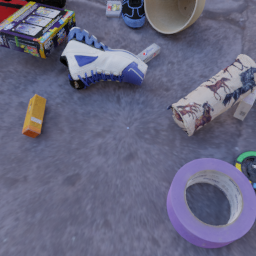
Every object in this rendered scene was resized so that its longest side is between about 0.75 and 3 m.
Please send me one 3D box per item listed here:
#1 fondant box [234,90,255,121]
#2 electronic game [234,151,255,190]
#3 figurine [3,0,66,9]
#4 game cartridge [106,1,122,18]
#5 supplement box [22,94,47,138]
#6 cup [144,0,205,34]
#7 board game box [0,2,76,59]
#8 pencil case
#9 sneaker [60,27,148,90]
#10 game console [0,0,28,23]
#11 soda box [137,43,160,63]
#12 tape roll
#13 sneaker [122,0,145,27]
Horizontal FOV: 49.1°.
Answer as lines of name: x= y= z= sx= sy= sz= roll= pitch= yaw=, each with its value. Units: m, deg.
fondant box: x=3.527 y=-0.871 z=8.189 sx=0.318 sy=0.787 sz=1.090 roll=27 pitch=62 yaw=15
electronic game: x=3.329 y=1.095 z=7.311 sx=1.110 sy=0.231 sz=1.110 roll=0 pitch=58 yaw=0
figurine: x=-4.138 y=-5.378 z=9.994 sx=2.906 sy=1.251 sz=2.835 roll=42 pitch=38 yaw=22
game cartridge: x=-0.533 y=-4.614 z=10.852 sx=0.593 sy=0.182 sz=0.890 roll=4 pitch=59 yaw=-2
supplement box: x=-2.669 y=-0.352 z=8.023 sx=0.416 sy=0.402 sz=1.208 roll=24 pitch=52 yaw=-37
cup: x=1.864 y=-4.469 z=9.845 sx=1.520 sy=2.125 sz=2.125 roll=-24 pitch=58 yaw=-43
board game box: x=-2.942 y=-3.231 z=9.078 sx=1.746 sy=0.599 sz=2.113 roll=17 pitch=50 yaw=11
pencil case: x=2.357 y=-0.900 z=7.591 sx=2.585 sy=1.006 sz=1.156 roll=-36 pitch=23 yaw=0
sneaker: x=-0.935 y=-1.754 z=8.661 sx=2.827 sy=1.142 sz=1.633 roll=28 pitch=78 yaw=7
game console: x=-4.737 y=-4.117 z=10.509 sx=2.383 sy=1.414 sz=2.053 roll=12 pitch=91 yaw=8
soda box: x=0.677 y=-2.482 z=9.453 sx=0.891 sy=0.283 sz=0.304 roll=-40 pitch=70 yaw=-20
tape roll: x=1.908 y=1.740 z=6.577 sx=1.924 sy=0.818 sz=1.924 roll=0 pitch=59 yaw=0
sneaker: x=0.184 y=-4.928 z=10.549 sx=0.890 sy=0.989 sz=2.538 roll=-5 pitch=58 yaw=-3
